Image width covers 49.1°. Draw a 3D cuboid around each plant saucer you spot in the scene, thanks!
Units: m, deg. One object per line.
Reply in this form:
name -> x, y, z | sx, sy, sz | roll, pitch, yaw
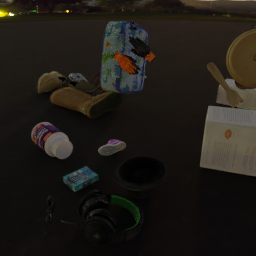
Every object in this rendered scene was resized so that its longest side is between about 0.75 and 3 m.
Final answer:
plant saucer -> -1.204, -2.322, 14.303 | 2.556, 0.468, 2.556 | -35, 32, 25

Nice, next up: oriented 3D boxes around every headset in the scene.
headset -> -0.737, 1.963, 6.584 | 2.325, 1.092, 1.435 | 2, 24, -20

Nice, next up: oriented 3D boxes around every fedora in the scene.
fedora -> 0.383, 1.467, 7.945 | 1.575, 0.719, 1.575 | 1, 27, 0

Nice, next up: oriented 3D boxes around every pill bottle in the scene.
pill bottle -> -2.610, 0.456, 9.721 | 0.891, 0.891, 1.599 | -22, 35, -36

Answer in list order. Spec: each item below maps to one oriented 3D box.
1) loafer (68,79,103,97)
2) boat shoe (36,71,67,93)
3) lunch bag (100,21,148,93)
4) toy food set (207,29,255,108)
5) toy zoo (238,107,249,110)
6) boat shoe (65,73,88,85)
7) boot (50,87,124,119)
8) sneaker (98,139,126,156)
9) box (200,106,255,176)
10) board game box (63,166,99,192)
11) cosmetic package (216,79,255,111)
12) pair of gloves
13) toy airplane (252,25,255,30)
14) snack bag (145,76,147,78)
loafer -> -2.300, -2.041, 14.354 | 2.241, 0.781, 0.843 | 6, 35, 33
boat shoe -> -4.170, -2.577, 15.656 | 1.029, 0.968, 2.703 | 15, 29, 3
lunch bag -> -0.060, -2.741, 11.132 | 1.113, 2.699, 2.170 | 11, 9, 28
toy food set -> 3.143, -1.630, 6.816 | 2.162, 1.493, 0.434 | -34, -4, 17
toy zoo -> 6.216, -0.993, 13.304 | 1.736, 0.178, 1.139 | 13, 30, 23
boat shoe -> -2.915, -2.617, 15.851 | 0.737, 0.681, 1.995 | 48, 15, 0
boot -> -1.953, -1.492, 13.497 | 2.794, 0.924, 2.447 | 22, 34, 37
sneaker -> -0.669, 0.670, 9.947 | 1.060, 0.384, 0.604 | -10, 22, -34
box -> 3.802, 0.434, 8.861 | 2.735, 1.701, 1.333 | 9, 29, 16
board game box -> -1.413, 1.516, 8.418 | 0.845, 0.198, 0.638 | -22, 35, -37
cosmetic package -> 5.557, -1.562, 13.180 | 2.385, 0.968, 1.346 | 16, 31, 31
pair of gloves -> 0.193, -2.440, 9.567 | 1.117, 1.253, 0.155 | 40, 36, -16
toy airplane -> 11.656, -7.679, 24.764 | 2.854, 2.022, 2.866 | 8, -8, -15
snack bag -> 0.568, -3.136, 17.544 | 0.918, 0.104, 0.974 | 14, 31, 24
